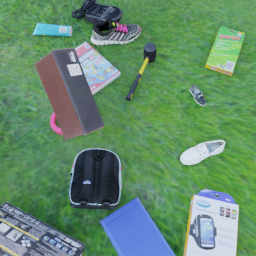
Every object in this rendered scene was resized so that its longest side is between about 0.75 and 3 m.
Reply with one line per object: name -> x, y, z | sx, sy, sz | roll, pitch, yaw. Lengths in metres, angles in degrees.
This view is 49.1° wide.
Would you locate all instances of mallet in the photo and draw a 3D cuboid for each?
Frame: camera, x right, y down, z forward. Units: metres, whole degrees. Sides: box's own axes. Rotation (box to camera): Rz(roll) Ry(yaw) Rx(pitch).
mallet -> 0.508, -2.273, 11.092 | 0.531, 0.850, 2.581 | 21, 65, 11

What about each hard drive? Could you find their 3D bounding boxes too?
hard drive -> 0.289, 3.391, 8.484 | 1.402, 0.270, 2.125 | -30, 66, -14

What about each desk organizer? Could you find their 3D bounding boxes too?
desk organizer -> -1.856, -1.043, 8.888 | 0.960, 1.031, 2.677 | -26, 97, -50

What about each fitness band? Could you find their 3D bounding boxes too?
fitness band -> -2.041, -0.343, 10.397 | 1.675, 0.313, 1.203 | -7, 63, -2

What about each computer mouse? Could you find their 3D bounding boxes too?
computer mouse -> -1.233, -5.152, 12.771 | 2.371, 0.625, 1.642 | 26, 65, 25

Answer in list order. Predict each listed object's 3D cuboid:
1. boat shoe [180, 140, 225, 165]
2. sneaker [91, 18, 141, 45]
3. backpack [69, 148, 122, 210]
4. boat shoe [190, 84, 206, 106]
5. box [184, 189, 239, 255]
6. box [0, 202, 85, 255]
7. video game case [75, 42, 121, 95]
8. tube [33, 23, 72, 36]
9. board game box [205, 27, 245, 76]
boat shoe -> 2.581, 0.763, 9.673 | 1.644, 0.570, 0.582 | -21, 65, -11
sneaker -> -0.524, -4.193, 12.004 | 2.219, 0.971, 0.818 | -10, 63, -5
backpack -> -0.992, 1.597, 8.768 | 1.616, 1.370, 1.820 | 3, 67, -6
boat shoe -> 2.727, -1.286, 10.890 | 0.361, 0.288, 0.955 | -29, 66, -14
box -> 2.548, 3.122, 8.526 | 1.421, 0.495, 2.387 | 13, 61, 6
box -> -2.949, 3.388, 7.490 | 2.891, 2.331, 0.710 | 24, 110, 10
video game case -> -1.652, -2.477, 11.557 | 1.633, 0.199, 2.283 | -39, 69, -18
tube -> -3.345, -4.348, 12.431 | 1.695, 0.427, 0.656 | 7, 61, 7
board game box -> 4.165, -3.335, 11.933 | 1.125, 0.353, 2.356 | 21, 67, 10
